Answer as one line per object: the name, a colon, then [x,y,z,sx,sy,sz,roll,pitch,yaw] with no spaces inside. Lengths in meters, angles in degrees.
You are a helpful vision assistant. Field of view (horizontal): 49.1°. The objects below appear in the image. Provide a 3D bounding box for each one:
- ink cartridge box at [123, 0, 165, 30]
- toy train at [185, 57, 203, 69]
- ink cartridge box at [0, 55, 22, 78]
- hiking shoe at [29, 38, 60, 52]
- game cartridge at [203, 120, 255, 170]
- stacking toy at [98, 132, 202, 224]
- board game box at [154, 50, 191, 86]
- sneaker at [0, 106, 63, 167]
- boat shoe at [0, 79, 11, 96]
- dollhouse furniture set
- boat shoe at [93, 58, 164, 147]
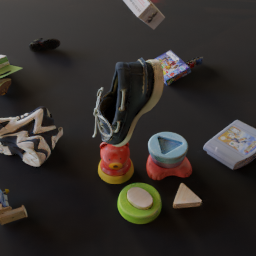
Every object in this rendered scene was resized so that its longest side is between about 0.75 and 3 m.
ink cartridge box: [0.489,-4.459,10.192,1.123,0.662,1.951,54,22,15]
toy train: [2.756,-2.858,12.659,1.870,0.319,0.428,-25,36,-26]
ink cartridge box: [-5.793,-2.628,12.038,2.103,0.504,1.530,15,40,36]
hiking shoe: [-4.256,-4.357,14.261,1.566,0.593,0.788,-10,45,-11]
game cartridge: [3.440,0.488,8.730,1.914,0.397,1.274,-30,45,-31]
stacking toy: [0.607,1.076,7.429,2.628,1.110,2.379,-11,41,-12]
board game box: [1.777,-2.646,12.148,1.174,0.299,1.734,-29,45,0]
sneaker: [-3.292,-0.058,8.795,2.744,1.095,1.786,18,42,20]
boat shoe: [-5.039,-1.569,11.019,0.586,0.550,1.628,-8,23,4]
dollhouse furniture set: [-2.925,1.718,6.845,0.610,0.882,0.934,-16,54,-18]
boat shoe: [-0.209,-0.357,5.561,0.870,2.815,1.054,1,70,-18]
